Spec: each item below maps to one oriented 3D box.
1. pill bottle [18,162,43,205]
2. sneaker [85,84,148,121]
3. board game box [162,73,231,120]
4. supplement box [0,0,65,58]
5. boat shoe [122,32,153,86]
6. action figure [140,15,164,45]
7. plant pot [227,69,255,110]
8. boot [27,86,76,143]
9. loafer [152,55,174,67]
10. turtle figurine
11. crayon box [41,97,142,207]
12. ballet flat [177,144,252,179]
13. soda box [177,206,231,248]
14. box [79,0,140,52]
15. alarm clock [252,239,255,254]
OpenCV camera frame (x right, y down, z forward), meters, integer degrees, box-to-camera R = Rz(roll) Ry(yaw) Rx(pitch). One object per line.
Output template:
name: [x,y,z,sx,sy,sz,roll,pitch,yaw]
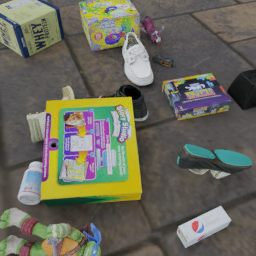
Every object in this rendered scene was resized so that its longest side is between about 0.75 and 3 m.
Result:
pill bottle: [-2.505,1.445,7.429,0.573,0.573,1.053,0,48,0]
sneaker: [-0.461,-0.975,9.214,2.331,1.156,0.824,11,51,11]
board game box: [2.343,-1.133,9.775,1.890,0.536,1.562,-12,48,-10]
supplement box: [-4.356,-4.474,12.152,2.157,1.448,2.155,34,56,27]
boat shoe: [0.294,-2.786,10.957,0.997,0.976,2.816,-11,49,-10]
action figure: [1.028,-4.241,12.431,0.905,1.006,1.351,-23,87,-51]
plant pot: [4.296,-1.422,9.746,1.095,0.971,1.092,-14,49,-11]
boot: [-2.426,-0.485,9.043,1.611,0.751,2.083,-11,53,-10]
loafer: [1.379,-2.717,11.354,0.899,0.327,0.325,13,54,13]
turtle figurine: [-1.800,2.612,5.709,2.167,1.608,2.235,12,46,16]
crayon box: [-0.986,0.566,7.654,2.453,0.829,2.843,-3,62,-5]
ballet flat: [2.253,0.925,7.520,2.172,0.743,0.738,12,31,-16]
soda box: [1.813,2.363,6.720,1.245,0.396,0.424,-20,51,-16]
box: [-0.826,-4.672,12.334,2.193,1.338,2.112,-13,48,-9]
alarm clock: [3.394,2.746,6.431,0.953,0.317,0.643,-8,48,-5]
